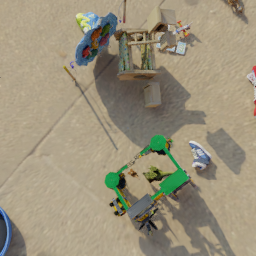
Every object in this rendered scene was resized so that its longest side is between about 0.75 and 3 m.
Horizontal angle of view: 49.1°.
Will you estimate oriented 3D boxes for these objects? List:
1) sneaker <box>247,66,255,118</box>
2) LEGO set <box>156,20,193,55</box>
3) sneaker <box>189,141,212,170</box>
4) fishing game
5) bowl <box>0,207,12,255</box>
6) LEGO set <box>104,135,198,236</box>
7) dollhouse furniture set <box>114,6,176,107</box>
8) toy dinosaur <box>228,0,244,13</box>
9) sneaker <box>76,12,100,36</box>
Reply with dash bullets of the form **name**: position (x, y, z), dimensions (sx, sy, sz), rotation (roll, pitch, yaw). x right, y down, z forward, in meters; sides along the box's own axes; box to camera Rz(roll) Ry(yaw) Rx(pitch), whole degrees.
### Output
- **sneaker**: position (4.242, -1.276, 8.993), dimensions (1.133, 0.718, 2.015), rotation (36, 69, 6)
- **LEGO set**: position (1.634, -3.331, 9.763), dimensions (1.013, 0.333, 1.356), rotation (15, 79, 2)
- **sneaker**: position (2.078, 0.867, 8.544), dimensions (0.857, 0.345, 0.627), rotation (41, 73, 6)
- **fishing game**: position (-0.884, -2.665, 8.709), dimensions (0.442, 2.038, 2.847), rotation (40, 82, 4)
- **bowl**: position (-4.311, 3.045, 7.862), dimensions (2.096, 0.411, 2.096), rotation (0, 74, 0)
- **LEGO set**: position (0.733, 1.564, 7.987), dimensions (2.531, 1.466, 1.946), rotation (-46, 57, 0)
- **dollhouse furniture set**: position (0.475, -1.918, 8.133), dimensions (1.297, 2.064, 2.334), rotation (-3, 84, -18)
- **toy dinosaur**: position (3.864, -5.039, 10.318), dimensions (0.972, 0.553, 1.829), rotation (6, 78, -23)
- **sneaker**: position (-1.188, -3.491, 9.722), dimensions (0.813, 0.586, 1.547), rotation (-28, 73, -9)
